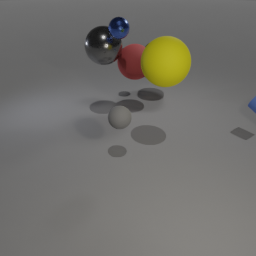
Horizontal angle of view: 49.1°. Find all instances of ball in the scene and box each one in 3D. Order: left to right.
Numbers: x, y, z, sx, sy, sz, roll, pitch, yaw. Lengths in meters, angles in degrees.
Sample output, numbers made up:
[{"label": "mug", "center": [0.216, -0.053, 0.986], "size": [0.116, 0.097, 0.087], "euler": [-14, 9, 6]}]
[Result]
[{"label": "ball", "center": [-0.904, -3.042, 10.363], "size": [1.400, 1.400, 1.400], "euler": [0, 28, 0]}, {"label": "ball", "center": [-0.296, -3.292, 9.232], "size": [0.700, 0.700, 0.700], "euler": [0, 28, 0]}, {"label": "ball", "center": [-0.244, -0.310, 8.287], "size": [0.700, 0.700, 0.700], "euler": [0, 28, 0]}, {"label": "ball", "center": [0.275, -2.636, 11.189], "size": [1.400, 1.400, 1.400], "euler": [0, 28, 0]}, {"label": "ball", "center": [1.059, -1.852, 7.879], "size": [1.400, 1.400, 1.400], "euler": [0, 28, 0]}]

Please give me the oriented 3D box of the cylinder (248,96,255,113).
[{"label": "cylinder", "center": [4.644, -0.773, 9.635], "size": [0.700, 0.700, 0.700], "euler": [-22, 62, -35]}]

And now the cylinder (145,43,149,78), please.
[{"label": "cylinder", "center": [1.356, -3.070, 12.977], "size": [1.400, 1.400, 1.400], "euler": [0, 70, -1]}]
